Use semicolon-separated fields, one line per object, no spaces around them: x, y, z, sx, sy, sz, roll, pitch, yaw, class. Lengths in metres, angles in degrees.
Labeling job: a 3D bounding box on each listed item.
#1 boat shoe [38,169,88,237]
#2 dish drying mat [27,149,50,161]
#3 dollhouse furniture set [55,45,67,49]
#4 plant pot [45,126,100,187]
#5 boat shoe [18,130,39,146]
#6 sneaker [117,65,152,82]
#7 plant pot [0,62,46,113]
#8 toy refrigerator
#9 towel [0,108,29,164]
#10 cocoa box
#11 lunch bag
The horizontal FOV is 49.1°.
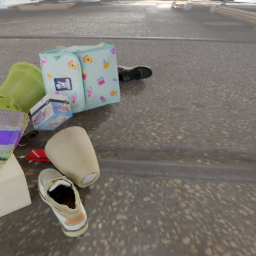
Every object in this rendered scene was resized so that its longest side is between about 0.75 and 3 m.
-1.690;1.627;7.116;0.870;0.796;2.329;-20;37;-30;boat shoe
-2.480;0.879;9.005;1.399;0.127;0.537;2;30;3;dish drying mat
-2.367;-2.951;13.524;1.656;2.032;1.932;-27;41;-37;dollhouse furniture set
-1.449;0.926;7.975;1.345;1.345;1.436;-20;54;-29;plant pot
-3.454;0.328;9.690;0.260;0.304;0.830;-34;4;39;boat shoe
0.148;-2.662;14.419;2.183;0.827;0.956;2;42;14;sneaker
-4.356;-1.326;11.236;1.973;1.973;1.814;9;44;15;plant pot
-3.671;1.085;7.775;0.970;1.052;2.771;-19;37;-28;toy refrigerator
-3.806;0.061;7.739;1.651;0.262;2.299;12;31;-11;towel
-2.723;-0.536;9.915;0.831;1.246;0.817;5;61;-52;cocoa box
-1.984;-2.052;11.492;2.982;2.540;1.818;-17;27;-25;lunch bag
